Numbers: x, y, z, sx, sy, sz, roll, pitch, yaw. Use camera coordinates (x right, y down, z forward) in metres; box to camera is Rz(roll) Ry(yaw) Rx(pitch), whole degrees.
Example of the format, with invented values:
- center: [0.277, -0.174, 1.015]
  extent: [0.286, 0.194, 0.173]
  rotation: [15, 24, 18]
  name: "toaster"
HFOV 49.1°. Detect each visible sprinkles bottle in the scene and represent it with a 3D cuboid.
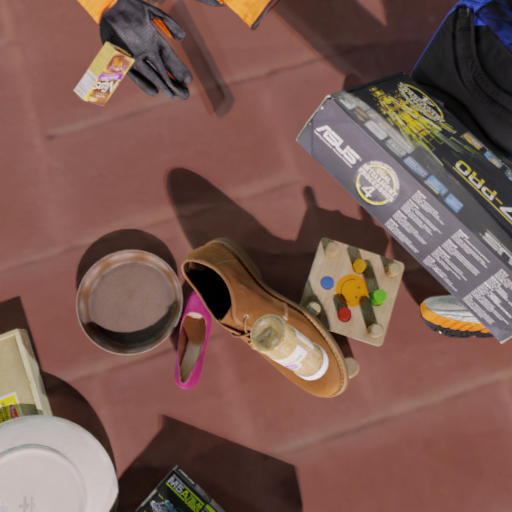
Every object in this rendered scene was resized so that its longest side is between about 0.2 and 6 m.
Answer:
- center: [0.442, 1.168, 7.019]
  extent: [0.482, 1.413, 0.482]
  rotation: [-13, 60, 24]
  name: "sprinkles bottle"

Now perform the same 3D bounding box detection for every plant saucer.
- center: [-2.375, 0.878, 10.621]
  extent: [1.987, 0.319, 1.987]
  rotation: [0, 79, 0]
  name: "plant saucer"

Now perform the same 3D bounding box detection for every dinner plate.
- center: [-3.877, 4.245, 9.684]
  extent: [2.884, 0.350, 2.884]
  rotation: [0, 85, -5]
  name: "dinner plate"

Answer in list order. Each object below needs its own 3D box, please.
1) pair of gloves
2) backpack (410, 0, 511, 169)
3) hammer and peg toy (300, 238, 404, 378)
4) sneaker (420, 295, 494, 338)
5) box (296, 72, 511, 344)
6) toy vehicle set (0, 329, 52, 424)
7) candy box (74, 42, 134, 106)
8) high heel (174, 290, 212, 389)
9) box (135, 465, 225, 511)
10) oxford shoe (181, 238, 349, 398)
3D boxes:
- center: [-1.368, -4.227, 9.223]
  extent: [2.902, 0.359, 2.585]
  rotation: [-41, 96, 15]
  name: "pair of gloves"
- center: [5.012, -3.320, 10.338]
  extent: [2.671, 2.586, 3.183]
  rotation: [-35, 80, -10]
  name: "backpack"
- center: [1.605, 0.966, 10.333]
  extent: [1.726, 0.827, 2.346]
  rotation: [19, 79, 4]
  name: "hammer and peg toy"
- center: [4.471, 0.767, 10.348]
  extent: [3.044, 1.153, 1.400]
  rotation: [2, 71, -7]
  name: "sneaker"
- center: [2.824, -1.013, 8.377]
  extent: [3.904, 0.958, 3.146]
  rotation: [46, 41, 8]
  name: "box"
- center: [-4.698, 3.056, 10.119]
  extent: [1.864, 0.398, 3.000]
  rotation: [-20, 79, -4]
  name: "toy vehicle set"
- center: [-2.506, -2.988, 9.268]
  extent: [0.277, 0.573, 0.982]
  rotation: [45, 107, 11]
  name: "candy box"
- center: [-1.187, 1.487, 10.203]
  extent: [0.614, 0.874, 1.823]
  rotation: [10, 78, 2]
  name: "high heel"
- center: [-1.332, 5.177, 9.640]
  extent: [2.174, 0.517, 2.099]
  rotation: [40, 79, 8]
  name: "box"
- center: [0.039, 1.241, 9.846]
  extent: [3.641, 1.298, 1.299]
  rotation: [42, 119, 12]
  name: "oxford shoe"
